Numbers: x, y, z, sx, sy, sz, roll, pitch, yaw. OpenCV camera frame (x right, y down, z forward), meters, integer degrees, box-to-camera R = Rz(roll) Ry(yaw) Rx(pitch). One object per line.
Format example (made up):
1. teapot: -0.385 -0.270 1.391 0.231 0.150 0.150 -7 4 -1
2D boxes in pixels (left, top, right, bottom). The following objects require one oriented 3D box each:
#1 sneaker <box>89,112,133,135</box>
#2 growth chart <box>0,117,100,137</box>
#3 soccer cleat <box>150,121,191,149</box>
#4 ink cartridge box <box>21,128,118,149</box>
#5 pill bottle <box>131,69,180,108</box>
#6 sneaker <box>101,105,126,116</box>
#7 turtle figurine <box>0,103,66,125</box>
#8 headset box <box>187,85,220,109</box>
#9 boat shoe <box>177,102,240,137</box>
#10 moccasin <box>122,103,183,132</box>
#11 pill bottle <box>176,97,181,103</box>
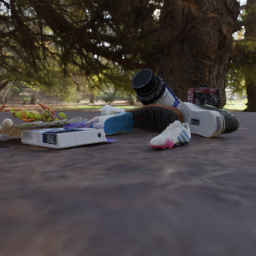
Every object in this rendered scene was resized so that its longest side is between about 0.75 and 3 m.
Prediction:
1. sneaker: -0.476 -0.169 9.359 0.784 0.743 1.942 4 4 33
2. growth chart: -2.203 -0.014 7.777 2.881 0.255 2.085 -4 -9 -42
3. soccer cleat: 0.946 0.137 6.271 0.471 0.582 1.348 4 6 41
4. ink cartridge box: -1.442 0.191 6.944 1.721 0.377 1.737 2 4 45
5. pill bottle: 1.118 -1.290 11.280 1.260 1.260 2.252 4 -29 42
6. sneaker: -0.873 -1.021 19.412 1.096 1.040 2.722 13 11 27
7. turtle figurine: -3.760 -0.468 11.954 2.946 0.949 2.376 -1 -3 26
8. headset box: 4.086 -1.310 15.265 1.561 2.098 0.810 -2 5 -13
9. boat shoe: 2.478 -0.251 9.212 0.934 1.037 2.934 -1 12 -14
10. moccasin: 0.950 -0.382 10.534 1.128 1.069 2.923 -20 5 -34
11. pill bottle: 2.283 -1.177 15.381 1.292 1.292 2.310 2 -2 20
